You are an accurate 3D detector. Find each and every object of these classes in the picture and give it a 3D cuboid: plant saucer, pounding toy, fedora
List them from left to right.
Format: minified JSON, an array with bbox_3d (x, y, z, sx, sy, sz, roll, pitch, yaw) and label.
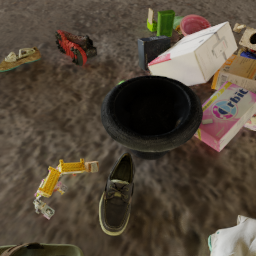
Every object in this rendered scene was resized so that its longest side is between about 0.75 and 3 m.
[{"bbox_3d":[0.633,-0.180,7.857,2.996,1.368,2.996,0,44,0],"label":"fedora"},{"bbox_3d":[3.154,-4.646,13.170,1.503,0.381,1.503,3,65,-6],"label":"plant saucer"},{"bbox_3d":[5.136,-3.708,11.752,1.653,0.861,1.881,1,30,-39],"label":"pounding toy"}]

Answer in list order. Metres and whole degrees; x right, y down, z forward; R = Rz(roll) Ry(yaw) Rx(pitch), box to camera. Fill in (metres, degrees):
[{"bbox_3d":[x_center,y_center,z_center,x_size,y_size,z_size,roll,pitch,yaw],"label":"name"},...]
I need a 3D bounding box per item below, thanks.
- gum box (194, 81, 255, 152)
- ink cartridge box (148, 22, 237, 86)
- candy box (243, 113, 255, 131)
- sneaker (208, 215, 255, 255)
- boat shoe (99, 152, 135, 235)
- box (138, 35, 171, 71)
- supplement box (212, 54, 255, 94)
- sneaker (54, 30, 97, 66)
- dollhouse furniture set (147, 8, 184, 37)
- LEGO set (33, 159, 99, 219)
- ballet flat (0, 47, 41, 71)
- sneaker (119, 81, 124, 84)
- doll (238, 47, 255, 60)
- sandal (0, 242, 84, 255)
[{"bbox_3d":[2.829,-0.419,8.200,1.980,0.655,1.124,-43,55,-13],"label":"gum box"},{"bbox_3d":[2.353,-2.553,10.038,2.011,1.136,2.745,-5,30,47],"label":"ink cartridge box"},{"bbox_3d":[4.090,-0.500,8.875,1.125,0.480,1.341,22,46,23],"label":"candy box"},{"bbox_3d":[1.887,2.533,5.466,2.297,0.864,1.016,-25,35,-32],"label":"sneaker"},{"bbox_3d":[-0.231,1.432,6.585,0.730,0.671,2.042,10,45,2],"label":"boat shoe"},{"bbox_3d":[1.031,-2.949,10.988,1.116,1.135,0.703,-13,30,-14],"label":"box"},{"bbox_3d":[4.373,-1.741,9.941,2.308,0.849,1.455,22,48,22],"label":"supplement box"},{"bbox_3d":[-2.189,-3.512,11.862,1.231,0.891,2.521,-27,51,-26],"label":"sneaker"},{"bbox_3d":[2.299,-5.404,13.700,2.359,1.184,1.545,-13,44,-14],"label":"dollhouse furniture set"},{"bbox_3d":[-1.635,1.309,6.957,0.894,0.723,1.943,48,48,-1],"label":"LEGO set"},{"bbox_3d":[-4.443,-2.879,11.386,1.833,0.598,0.646,-32,51,-29],"label":"ballet flat"},{"bbox_3d":[0.304,-1.141,9.640,1.481,0.568,0.621,16,66,18],"label":"sneaker"},{"bbox_3d":[5.483,-2.640,11.154,2.154,0.522,1.470,32,39,31],"label":"doll"},{"bbox_3d":[-2.005,2.561,5.412,2.257,0.644,0.896,-7,43,-7],"label":"sandal"}]
